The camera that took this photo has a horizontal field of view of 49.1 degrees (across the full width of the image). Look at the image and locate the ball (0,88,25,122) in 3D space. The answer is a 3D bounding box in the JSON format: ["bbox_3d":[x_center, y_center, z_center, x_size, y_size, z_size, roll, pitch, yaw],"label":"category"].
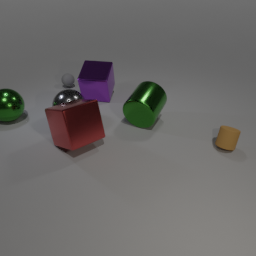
[{"bbox_3d":[-5.044,-0.942,11.659,1.400,1.400,1.400,0,30,0],"label":"ball"}]

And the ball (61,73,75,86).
[{"bbox_3d":[-3.234,-2.598,15.106,0.700,0.700,0.700,0,30,0],"label":"ball"}]

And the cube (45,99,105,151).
[{"bbox_3d":[-1.864,-0.171,9.902,1.400,1.400,1.400,-23,19,-36],"label":"cube"}]

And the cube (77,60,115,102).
[{"bbox_3d":[-1.487,-2.259,13.541,1.400,1.400,1.400,5,52,8],"label":"cube"}]

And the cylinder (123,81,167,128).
[{"bbox_3d":[0.695,-0.954,11.376,1.400,1.400,1.400,14,47,23],"label":"cylinder"}]

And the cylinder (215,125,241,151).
[{"bbox_3d":[3.525,0.346,9.901,0.700,0.700,0.700,12,15,-3],"label":"cylinder"}]

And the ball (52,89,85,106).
[{"bbox_3d":[-2.413,-0.903,11.571,1.400,1.400,1.400,0,30,0],"label":"ball"}]
